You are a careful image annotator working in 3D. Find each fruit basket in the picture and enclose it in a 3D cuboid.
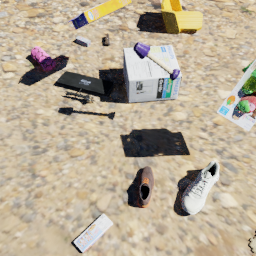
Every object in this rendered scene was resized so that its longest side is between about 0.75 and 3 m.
[{"bbox_3d":[3.666,-0.924,8.017,1.949,1.805,0.913,-60,36,10],"label":"fruit basket"}]

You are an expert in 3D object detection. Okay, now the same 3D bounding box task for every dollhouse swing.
[{"bbox_3d":[2.881,-6.149,14.693,1.765,1.824,2.007,-4,49,24],"label":"dollhouse swing"}]

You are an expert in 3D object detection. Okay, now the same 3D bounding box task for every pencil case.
[{"bbox_3d":[-4.011,-3.241,13.095,0.654,0.634,1.396,-48,60,1],"label":"pencil case"}]

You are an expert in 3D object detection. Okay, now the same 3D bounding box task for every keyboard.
[{"bbox_3d":[-1.954,-1.753,12.156,2.480,0.255,1.576,15,48,12],"label":"keyboard"}]

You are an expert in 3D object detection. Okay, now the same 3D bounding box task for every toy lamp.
[{"bbox_3d":[0.917,-2.154,9.035,1.718,0.500,0.500,31,50,-21],"label":"toy lamp"}]

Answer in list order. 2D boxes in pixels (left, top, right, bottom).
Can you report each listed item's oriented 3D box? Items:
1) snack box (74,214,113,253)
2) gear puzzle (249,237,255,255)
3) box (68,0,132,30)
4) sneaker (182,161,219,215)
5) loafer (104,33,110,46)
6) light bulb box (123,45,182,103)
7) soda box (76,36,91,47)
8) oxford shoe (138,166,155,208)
[{"bbox_3d":[-1.032,3.163,8.448,0.432,0.146,1.202,38,61,25],"label":"snack box"},{"bbox_3d":[4.078,3.437,8.190,1.692,0.222,0.876,-36,61,-24],"label":"gear puzzle"},{"bbox_3d":[-1.104,-4.294,10.440,2.264,0.469,1.348,-36,23,-21],"label":"box"},{"bbox_3d":[2.367,1.865,9.045,0.747,0.805,1.987,29,59,19],"label":"sneaker"},{"bbox_3d":[-1.088,-4.507,14.213,0.300,0.309,0.845,-4,52,-4],"label":"loafer"},{"bbox_3d":[0.952,-2.317,11.886,2.133,1.331,2.114,-4,52,-4],"label":"light bulb box"},{"bbox_3d":[-2.263,-4.383,14.159,0.781,0.248,0.267,27,57,19],"label":"soda box"},{"bbox_3d":[0.624,1.843,9.212,0.524,0.534,1.473,5,53,3],"label":"oxford shoe"}]
